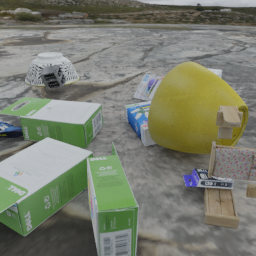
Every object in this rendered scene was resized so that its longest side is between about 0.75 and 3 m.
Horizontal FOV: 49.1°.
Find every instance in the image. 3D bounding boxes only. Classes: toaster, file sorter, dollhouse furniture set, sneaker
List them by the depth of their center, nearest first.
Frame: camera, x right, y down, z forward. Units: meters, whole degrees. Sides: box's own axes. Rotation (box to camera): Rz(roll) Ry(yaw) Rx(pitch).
[{"bbox_3d":[1.943,0.698,4.866,1.017,1.962,0.869,5,25,11],"label":"dollhouse furniture set"},{"bbox_3d":[-3.492,0.020,8.013,1.118,0.413,0.460,1,57,0],"label":"sneaker"},{"bbox_3d":[1.098,-1.301,9.851,0.814,0.907,1.308,23,11,-42],"label":"file sorter"},{"bbox_3d":[-3.180,-2.144,11.763,0.934,0.845,0.554,-10,45,7],"label":"toaster"}]

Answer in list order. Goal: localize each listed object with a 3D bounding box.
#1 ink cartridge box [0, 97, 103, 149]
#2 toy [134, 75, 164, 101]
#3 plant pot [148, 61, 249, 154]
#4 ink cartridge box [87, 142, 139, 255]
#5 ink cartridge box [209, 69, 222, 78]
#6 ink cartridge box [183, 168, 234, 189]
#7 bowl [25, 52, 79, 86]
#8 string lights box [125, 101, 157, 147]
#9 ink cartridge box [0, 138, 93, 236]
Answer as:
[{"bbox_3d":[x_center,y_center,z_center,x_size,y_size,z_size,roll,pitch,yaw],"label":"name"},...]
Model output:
[{"bbox_3d":[-2.182,-0.224,8.163,2.629,0.780,1.365,7,29,14],"label":"ink cartridge box"},{"bbox_3d":[1.334,-1.575,10.842,2.120,0.500,1.220,16,66,23],"label":"toy"},{"bbox_3d":[1.832,-0.271,6.726,2.281,2.281,1.619,-20,36,-36],"label":"plant pot"},{"bbox_3d":[-0.373,1.170,4.920,0.605,1.059,2.040,-4,25,-12],"label":"ink cartridge box"},{"bbox_3d":[3.117,-1.915,11.676,1.333,0.982,0.964,10,27,23],"label":"ink cartridge box"},{"bbox_3d":[1.642,1.050,5.888,0.919,0.200,0.911,2,5,6],"label":"ink cartridge box"},{"bbox_3d":[-3.753,-2.982,13.699,2.635,1.237,2.635,0,26,0],"label":"bowl"},{"bbox_3d":[0.648,-0.190,8.375,0.990,0.568,1.927,-12,26,-12],"label":"string lights box"},{"bbox_3d":[-1.966,1.144,5.312,1.352,0.772,2.604,15,29,29],"label":"ink cartridge box"}]
